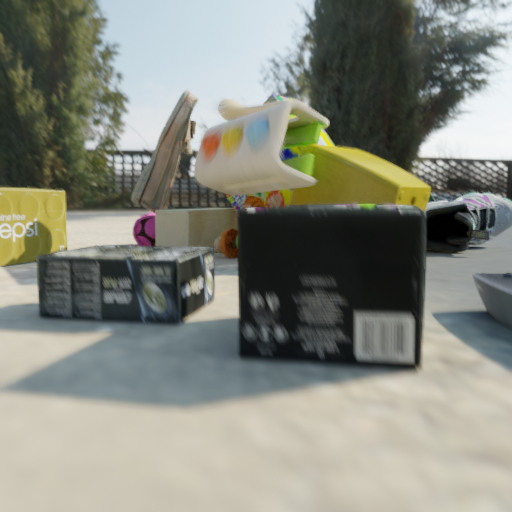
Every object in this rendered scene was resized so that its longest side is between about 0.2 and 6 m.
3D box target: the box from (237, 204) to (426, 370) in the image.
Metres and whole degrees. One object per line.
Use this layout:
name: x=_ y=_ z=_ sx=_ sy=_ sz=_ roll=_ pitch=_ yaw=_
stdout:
box: x=0.695 y=0.130 z=4.662 sx=1.332 sy=1.115 sz=1.794 roll=1 pitch=7 yaw=14

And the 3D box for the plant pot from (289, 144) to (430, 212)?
plant pot: x=1.917 y=-0.801 z=10.153 sx=1.817 sy=2.060 sz=2.060 roll=21 pitch=17 yaw=35

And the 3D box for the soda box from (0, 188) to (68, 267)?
soda box: x=-4.928 y=-0.465 z=9.243 sx=1.264 sy=1.337 sz=3.949 roll=2 pitch=6 yaw=21

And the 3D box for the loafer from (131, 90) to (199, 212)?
loafer: x=-1.822 y=-2.239 z=12.318 sx=0.855 sy=2.721 sz=0.978 roll=27 pitch=13 yaw=-10

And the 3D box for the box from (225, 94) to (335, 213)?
box: x=0.568 y=-1.789 z=12.225 sx=2.253 sy=2.339 sz=1.427 roll=-41 pitch=-19 yaw=30

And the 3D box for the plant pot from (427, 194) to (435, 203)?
plant pot: x=4.366 y=-1.003 z=15.060 sx=0.995 sy=1.485 sz=1.485 roll=-25 pitch=-6 yaw=26

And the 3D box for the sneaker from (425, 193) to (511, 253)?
sneaker: x=4.608 y=-0.635 z=12.200 sx=3.285 sy=1.277 sz=2.298 roll=-10 pitch=9 yaw=-8

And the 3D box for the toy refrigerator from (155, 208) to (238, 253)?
toy refrigerator: x=-1.187 y=-0.550 z=12.050 sx=0.867 sy=0.941 sz=2.480 roll=3 pitch=7 yaw=24

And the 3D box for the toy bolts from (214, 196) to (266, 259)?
toy bolts: x=-0.167 y=-0.473 z=11.086 sx=0.896 sy=1.233 sz=1.291 roll=-3 pitch=-16 yaw=40

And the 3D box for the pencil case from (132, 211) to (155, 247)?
pencil case: x=-2.420 y=-0.630 z=13.263 sx=0.944 sy=0.914 sz=2.015 roll=0 pitch=8 yaw=-9

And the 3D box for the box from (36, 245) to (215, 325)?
box: x=-1.273 y=0.256 z=5.763 sx=1.448 sy=0.624 sz=1.186 roll=1 pitch=6 yaw=11

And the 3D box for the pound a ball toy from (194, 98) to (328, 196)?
pound a ball toy: x=-0.110 y=-2.241 z=10.157 sx=1.264 sy=1.941 sz=2.977 roll=19 pitch=-10 yaw=-35

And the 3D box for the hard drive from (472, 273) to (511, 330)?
hard drive: x=2.818 y=0.453 z=4.878 sx=1.340 sy=0.420 sz=1.986 roll=0 pitch=6 yaw=2
